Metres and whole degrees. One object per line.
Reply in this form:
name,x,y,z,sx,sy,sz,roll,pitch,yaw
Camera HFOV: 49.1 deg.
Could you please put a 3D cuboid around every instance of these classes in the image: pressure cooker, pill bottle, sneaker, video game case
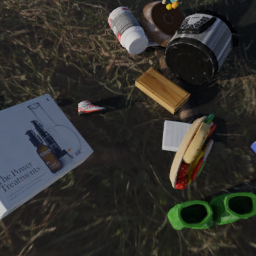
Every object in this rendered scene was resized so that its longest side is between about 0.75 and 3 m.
pressure cooker,2.955,-3.386,11.357,2.310,2.346,2.627,38,66,-5
pill bottle,0.019,-4.314,12.479,1.147,1.147,2.013,-22,63,-11
sneaker,-1.411,-0.830,11.032,1.104,0.369,0.592,-9,64,-2
video game case,1.209,-4.157,12.984,0.942,0.112,0.857,-7,62,-3

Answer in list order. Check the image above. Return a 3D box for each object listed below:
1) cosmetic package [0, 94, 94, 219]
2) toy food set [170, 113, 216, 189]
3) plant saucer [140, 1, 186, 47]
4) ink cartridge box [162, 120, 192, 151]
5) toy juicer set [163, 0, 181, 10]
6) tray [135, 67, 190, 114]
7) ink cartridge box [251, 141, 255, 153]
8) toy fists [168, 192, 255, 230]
cosmetic package,-2.510,0.504,6.949,2.119,0.726,2.811,49,41,5
toy food set,1.695,0.608,7.084,0.501,2.059,2.038,24,29,23
plant saucer,1.766,-4.826,12.691,2.445,0.447,2.445,6,72,-18
ink cartridge box,2.012,0.343,10.455,1.382,0.327,1.106,9,62,0
toy juicer set,1.526,-4.359,9.476,0.304,0.711,1.117,13,25,-31
tray,1.398,-1.574,11.440,2.056,0.381,1.014,39,68,20
ink cartridge box,5.789,0.555,10.206,2.255,0.499,1.060,-23,65,-12
toy fists,2.595,2.587,8.637,2.712,1.382,0.933,-10,76,-5
